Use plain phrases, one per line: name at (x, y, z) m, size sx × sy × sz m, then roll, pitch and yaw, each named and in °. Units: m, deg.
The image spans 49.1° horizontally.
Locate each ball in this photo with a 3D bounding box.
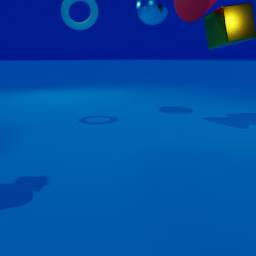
ball at (0.919, -4.499, 10.464) m, size 1.238 × 1.238 × 1.238 m, roll 0°, pitch 15°, yaw 0°

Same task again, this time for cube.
cube at (3.264, -3.264, 9.035) m, size 1.096 × 1.096 × 1.096 m, roll -14°, pitch 8°, yaw -14°

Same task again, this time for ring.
ring at (-1.532, -3.692, 8.917) m, size 1.184 × 1.184 × 0.237 m, roll -5°, pitch 45°, yaw -19°

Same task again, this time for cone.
cone at (2.501, -4.203, 9.008) m, size 1.440 × 1.435 × 1.435 m, roll -18°, pitch 23°, yaw -34°
